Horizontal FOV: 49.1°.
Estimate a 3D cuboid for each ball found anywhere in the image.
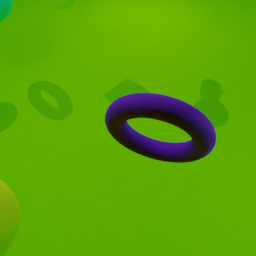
[{"bbox_3d":[-1.663,0.976,2.878,1.043,1.043,1.043,0,49,0],"label":"ball"},{"bbox_3d":[-3.467,-3.195,6.910,1.151,1.151,1.151,0,49,0],"label":"ball"}]

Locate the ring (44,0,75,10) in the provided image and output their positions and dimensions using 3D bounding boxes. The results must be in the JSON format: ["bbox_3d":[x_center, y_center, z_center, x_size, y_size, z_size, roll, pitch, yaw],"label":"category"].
[{"bbox_3d":[-2.030,-4.094,7.287,1.971,1.971,0.394,36,58,27],"label":"ring"}]

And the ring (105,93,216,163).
[{"bbox_3d":[0.417,0.050,3.852,1.536,1.536,0.307,13,63,11],"label":"ring"}]
